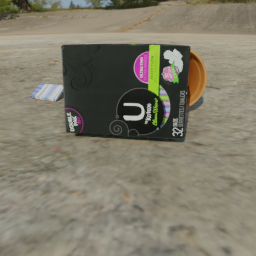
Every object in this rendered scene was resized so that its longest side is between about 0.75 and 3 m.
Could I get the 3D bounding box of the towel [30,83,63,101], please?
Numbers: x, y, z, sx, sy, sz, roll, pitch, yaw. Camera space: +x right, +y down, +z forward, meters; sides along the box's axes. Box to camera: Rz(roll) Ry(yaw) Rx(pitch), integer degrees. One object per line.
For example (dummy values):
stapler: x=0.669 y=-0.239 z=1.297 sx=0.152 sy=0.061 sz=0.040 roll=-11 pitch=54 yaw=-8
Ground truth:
towel: x=-2.978 y=-1.355 z=10.418 sx=1.171 sy=0.139 sz=0.860 roll=9 pitch=50 yaw=19

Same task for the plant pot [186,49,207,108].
plant pot: x=1.409 y=-1.595 z=9.001 sx=1.926 sy=1.926 sz=1.348 roll=0 pitch=11 yaw=1

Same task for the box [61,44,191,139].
box: x=0.015 y=-1.018 z=7.163 sx=2.910 sy=2.161 sz=1.809 roll=3 pitch=15 yaw=9
